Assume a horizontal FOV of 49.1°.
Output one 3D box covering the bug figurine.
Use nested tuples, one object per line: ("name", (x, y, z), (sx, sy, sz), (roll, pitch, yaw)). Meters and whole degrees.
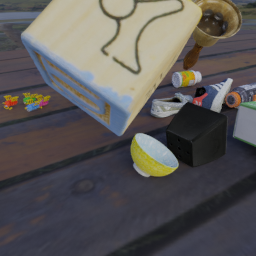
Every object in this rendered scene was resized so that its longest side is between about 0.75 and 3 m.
("bug figurine", (-4.038, -1.029, 11.342), (1.872, 0.482, 1.452), (11, 23, 29))

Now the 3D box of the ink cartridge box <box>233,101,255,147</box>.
("ink cartridge box", (4.953, -0.105, 8.305), (2.834, 1.195, 2.070), (-10, 23, -30))

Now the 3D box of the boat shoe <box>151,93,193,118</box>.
("boat shoe", (1.802, -0.985, 11.010), (2.136, 0.685, 0.787), (-16, 31, -29))

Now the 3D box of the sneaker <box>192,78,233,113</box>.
("sneaker", (3.442, -1.441, 11.488), (1.189, 1.055, 2.813), (19, 32, 23))

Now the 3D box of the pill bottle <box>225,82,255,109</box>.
("pill bottle", (4.744, -1.290, 11.398), (1.678, 0.891, 0.891), (-17, 31, -29))

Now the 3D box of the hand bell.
("hand bell", (2.280, -2.625, 8.952), (1.454, 2.792, 1.454), (2, 71, -6))

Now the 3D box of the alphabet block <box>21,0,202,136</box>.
("alphabet block", (-0.361, -1.830, 6.737), (2.708, 2.723, 2.773), (37, 78, 1))

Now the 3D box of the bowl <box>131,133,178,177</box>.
("bowl", (0.553, 0.830, 7.251), (1.339, 0.721, 1.339), (31, 19, -12))

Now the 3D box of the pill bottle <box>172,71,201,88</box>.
("pill bottle", (2.907, -2.431, 13.774), (1.335, 0.742, 0.742), (-12, 29, -23))

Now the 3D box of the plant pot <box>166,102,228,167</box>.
("plant pot", (1.843, 0.275, 7.967), (1.235, 1.389, 1.392), (-31, 40, -28))
